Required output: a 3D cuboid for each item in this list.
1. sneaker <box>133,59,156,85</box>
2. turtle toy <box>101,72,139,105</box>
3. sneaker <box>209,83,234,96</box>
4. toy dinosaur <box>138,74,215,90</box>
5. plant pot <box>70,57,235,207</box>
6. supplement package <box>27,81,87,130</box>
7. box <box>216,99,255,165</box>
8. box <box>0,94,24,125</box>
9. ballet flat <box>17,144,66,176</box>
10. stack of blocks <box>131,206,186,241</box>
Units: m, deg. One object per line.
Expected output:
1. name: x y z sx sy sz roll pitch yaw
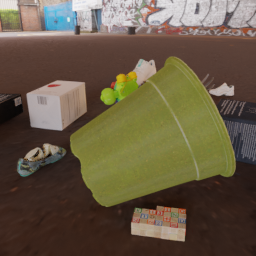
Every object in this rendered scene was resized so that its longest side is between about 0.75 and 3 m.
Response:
1. sneaker: 0.543 -2.626 12.992 0.925 1.088 2.459 14 26 28
2. turtle toy: -0.213 -1.236 9.715 0.830 1.196 1.642 -9 10 44
3. sneaker: 3.721 -1.552 11.125 1.004 0.499 0.391 -3 22 -6
4. toy dinosaur: 1.297 -0.414 8.129 2.497 2.752 1.445 33 5 -7
5. plant pot: 0.236 0.251 4.654 2.063 2.173 2.173 -25 25 -1
6. supplement package: -2.069 -0.744 8.445 1.035 1.022 1.706 6 23 14
7. box: 2.905 0.083 6.400 1.900 1.017 1.410 11 25 25
8. box: -4.148 -0.514 8.317 1.212 0.677 1.717 5 23 14
9. ballet flat: -1.795 0.578 5.984 0.471 0.471 1.268 11 24 26
10. stack of blocks: 0.468 1.404 4.206 0.778 0.228 0.448 4 22 10
